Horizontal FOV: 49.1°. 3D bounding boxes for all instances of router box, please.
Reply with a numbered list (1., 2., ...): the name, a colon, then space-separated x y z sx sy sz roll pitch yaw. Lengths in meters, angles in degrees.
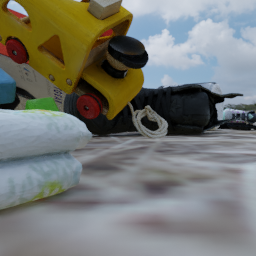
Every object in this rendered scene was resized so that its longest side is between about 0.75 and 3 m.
1. router box: -2.242 -1.089 5.148 2.684 0.731 2.990 20 -17 -8

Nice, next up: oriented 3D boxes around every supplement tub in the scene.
1. supplement tub: 1.247 -0.494 6.577 1.742 1.067 1.067 1 2 35

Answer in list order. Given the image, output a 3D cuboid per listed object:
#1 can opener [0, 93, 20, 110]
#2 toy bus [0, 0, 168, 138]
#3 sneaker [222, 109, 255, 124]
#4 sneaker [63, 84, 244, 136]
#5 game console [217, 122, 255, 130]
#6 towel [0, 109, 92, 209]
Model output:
1. can opener: -2.587 -0.615 3.934 0.814 1.010 2.569 32 -7 18
2. toy bus: -0.391 -0.872 2.746 1.845 1.741 0.953 2 -36 -26
3. sneaker: 4.725 -0.480 11.424 1.692 0.658 1.184 -2 2 -36
4. sneaker: 0.599 -0.342 4.533 1.559 0.898 2.989 -2 -2 41
5. game console: 2.604 -0.056 6.706 0.857 0.175 1.452 -1 3 -15
6. towel: -1.044 0.076 0.924 1.259 0.354 1.470 1 2 39
